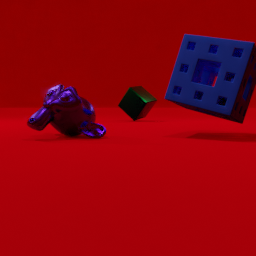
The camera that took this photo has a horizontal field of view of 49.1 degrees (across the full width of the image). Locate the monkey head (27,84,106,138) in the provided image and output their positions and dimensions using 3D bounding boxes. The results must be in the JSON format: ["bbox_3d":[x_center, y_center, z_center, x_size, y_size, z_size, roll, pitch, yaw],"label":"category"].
[{"bbox_3d":[-1.250,-0.178,5.369,1.657,0.998,1.192,17,55,37],"label":"monkey head"}]

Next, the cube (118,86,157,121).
[{"bbox_3d":[0.383,-0.997,11.104,0.957,0.957,0.957,44,29,16],"label":"cube"}]

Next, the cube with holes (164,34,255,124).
[{"bbox_3d":[1.705,-0.920,5.494,1.268,1.268,1.268,19,5,31],"label":"cube with holes"}]
